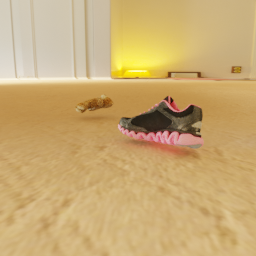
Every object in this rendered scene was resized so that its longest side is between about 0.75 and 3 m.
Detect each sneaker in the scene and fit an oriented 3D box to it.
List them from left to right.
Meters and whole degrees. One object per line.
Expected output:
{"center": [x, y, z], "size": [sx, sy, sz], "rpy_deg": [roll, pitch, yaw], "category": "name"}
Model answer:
{"center": [0.769, -0.206, 6.765], "size": [2.389, 1.139, 0.944], "rpy_deg": [8, 1, 41], "category": "sneaker"}

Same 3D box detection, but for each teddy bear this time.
{"center": [-1.279, -0.923, 10.369], "size": [1.458, 0.487, 1.057], "rpy_deg": [-16, -10, -7], "category": "teddy bear"}
